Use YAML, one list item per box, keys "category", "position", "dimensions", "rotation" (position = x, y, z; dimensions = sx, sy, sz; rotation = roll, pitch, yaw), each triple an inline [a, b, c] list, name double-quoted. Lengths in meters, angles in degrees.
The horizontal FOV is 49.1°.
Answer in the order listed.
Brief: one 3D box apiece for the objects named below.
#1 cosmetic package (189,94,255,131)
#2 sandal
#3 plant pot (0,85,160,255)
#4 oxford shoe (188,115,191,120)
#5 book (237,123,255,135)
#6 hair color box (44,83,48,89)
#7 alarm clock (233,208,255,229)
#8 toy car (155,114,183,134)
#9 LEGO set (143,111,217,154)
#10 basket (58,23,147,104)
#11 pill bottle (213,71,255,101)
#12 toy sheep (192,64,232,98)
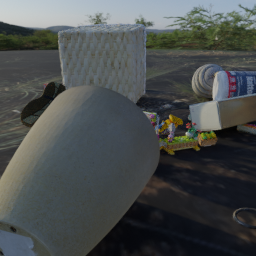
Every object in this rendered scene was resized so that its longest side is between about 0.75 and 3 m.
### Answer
- category: "cosmetic package"
  position: [2.917, -0.476, 7.983]
  dimensions: [2.113, 0.751, 1.112]
  rotation: [-11, 4, -28]
- category: "sandal"
  position: [-2.585, -0.684, 8.794]
  dimensions: [0.831, 0.559, 2.069]
  rotation: [26, 46, -4]
- category: "plant pot"
  position: [-0.771, 0.730, 3.578]
  dimensions: [1.923, 1.923, 2.053]
  rotation: [7, 32, 19]
- category: "oxford shoe"
  position: [2.124, -0.308, 8.679]
  dimensions: [0.276, 0.359, 0.955]
  rotation: [39, 4, -13]
- category: "book"
  position: [3.531, 0.023, 7.837]
  dimensions: [0.508, 0.183, 0.760]
  rotation: [-15, 25, -42]
- category: "hair color box"
  position: [-3.533, -1.981, 13.476]
  dimensions: [0.944, 0.302, 0.523]
  rotation: [10, 22, 30]
- category: "alarm clock"
  position: [2.456, 1.303, 3.293]
  dimensions: [2.317, 0.771, 1.563]
  rotation: [7, 20, 28]
- category: "toy car"
  position: [0.536, 0.363, 6.566]
  dimensions: [0.849, 1.252, 2.552]
  rotation: [-39, -25, 32]
- category: "LEGO set"
  position: [0.921, 0.005, 6.727]
  dimensions: [2.433, 0.905, 1.119]
  rotation: [5, 20, 14]
- category: "basket"
  position: [-0.872, -2.474, 10.875]
  dimensions: [2.930, 2.957, 2.378]
  rotation: [3, 21, 10]
- category: "pill bottle"
  position: [4.331, -1.355, 10.040]
  dimensions: [2.246, 1.343, 1.343]
  rotation: [0, 19, 0]
- category: "toy sheep"
  position: [3.417, -1.943, 11.529]
  dimensions: [1.548, 1.548, 2.245]
  rotation: [-1, -11, -3]
